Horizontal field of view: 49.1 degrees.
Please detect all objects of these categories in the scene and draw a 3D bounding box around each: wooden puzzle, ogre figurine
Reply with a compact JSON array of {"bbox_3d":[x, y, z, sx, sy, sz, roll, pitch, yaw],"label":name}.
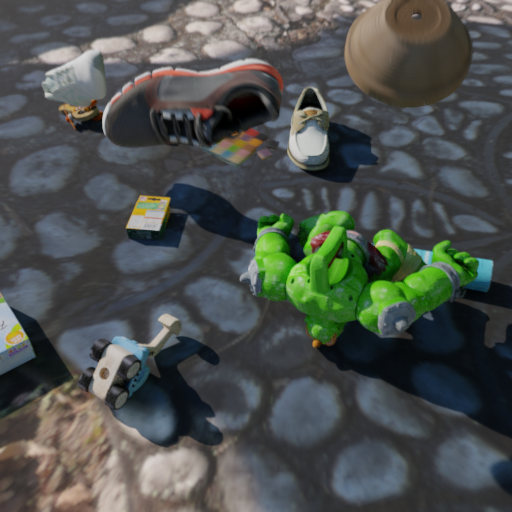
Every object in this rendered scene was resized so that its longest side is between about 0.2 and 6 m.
[{"bbox_3d":[-0.456,-2.128,10.457,1.665,0.117,0.987,30,55,20],"label":"wooden puzzle"},{"bbox_3d":[1.398,0.227,9.341,3.876,1.902,2.324,32,38,14],"label":"ogre figurine"}]

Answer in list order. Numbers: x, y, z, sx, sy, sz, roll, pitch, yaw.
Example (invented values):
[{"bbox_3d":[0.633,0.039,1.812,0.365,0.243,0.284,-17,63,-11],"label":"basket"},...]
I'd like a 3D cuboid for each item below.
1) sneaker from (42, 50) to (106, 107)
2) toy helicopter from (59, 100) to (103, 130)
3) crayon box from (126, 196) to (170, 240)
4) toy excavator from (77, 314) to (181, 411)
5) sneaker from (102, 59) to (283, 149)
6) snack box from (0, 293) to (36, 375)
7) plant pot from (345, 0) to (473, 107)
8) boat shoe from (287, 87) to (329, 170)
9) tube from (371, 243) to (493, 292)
[{"bbox_3d":[-3.685,-3.501,11.351,0.961,0.844,2.399,-9,2,-31],"label":"sneaker"},{"bbox_3d":[-4.733,-3.735,14.675,1.367,0.539,0.904,18,54,34],"label":"toy helicopter"},{"bbox_3d":[-2.192,-0.790,11.557,0.684,0.280,1.087,4,44,5],"label":"crayon box"},{"bbox_3d":[-1.867,1.575,8.744,0.735,1.471,1.430,24,91,21],"label":"toy excavator"},{"bbox_3d":[-0.815,-1.782,6.996,2.400,0.925,0.983,-15,45,7],"label":"sneaker"},{"bbox_3d":[-4.561,1.324,9.105,1.329,0.533,1.576,-28,51,-28],"label":"snack box"},{"bbox_3d":[2.769,-3.893,9.948,2.282,1.053,2.282,-1,70,3],"label":"plant pot"},{"bbox_3d":[1.264,-3.127,13.578,1.021,0.934,2.732,-1,43,-1],"label":"boat shoe"},{"bbox_3d":[3.149,0.189,10.389,2.254,0.568,0.873,9,32,16],"label":"tube"}]
